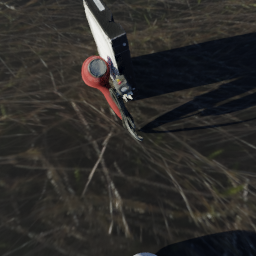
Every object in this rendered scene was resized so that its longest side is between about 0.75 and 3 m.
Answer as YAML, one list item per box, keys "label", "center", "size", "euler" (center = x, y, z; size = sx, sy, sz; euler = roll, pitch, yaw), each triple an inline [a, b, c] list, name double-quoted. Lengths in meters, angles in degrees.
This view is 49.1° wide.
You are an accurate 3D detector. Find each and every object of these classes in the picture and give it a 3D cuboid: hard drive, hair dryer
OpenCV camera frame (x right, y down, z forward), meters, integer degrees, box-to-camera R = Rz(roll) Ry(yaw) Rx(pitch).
- label: "hard drive"
  center: [-0.448, -2.191, 8.060]
  size: [0.509, 2.689, 1.879]
  euler: [-27, 63, -4]
- label: "hair dryer"
  center: [-0.637, -0.953, 7.919]
  size: [0.787, 2.207, 2.898]
  euler: [-25, 45, -13]

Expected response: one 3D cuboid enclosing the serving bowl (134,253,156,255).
- label: "serving bowl"
  center: [0.400, 3.310, 6.031]
  size: [1.160, 0.382, 1.160]
  euler: [1, 63, -1]
